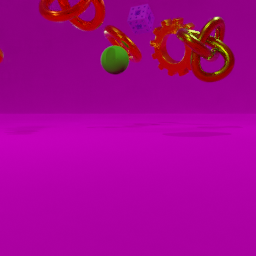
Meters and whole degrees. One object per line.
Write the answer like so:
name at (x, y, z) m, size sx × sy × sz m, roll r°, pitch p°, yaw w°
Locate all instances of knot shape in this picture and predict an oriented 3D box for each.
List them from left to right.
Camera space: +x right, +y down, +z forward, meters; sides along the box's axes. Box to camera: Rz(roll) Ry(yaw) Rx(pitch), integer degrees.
knot shape at (-1.415, -3.510, 7.834) m, size 1.758 × 1.879 × 0.868 m, roll 39°, pitch 4°, yaw -11°
knot shape at (2.235, -2.433, 8.285) m, size 1.831 × 1.957 × 0.904 m, roll 16°, pitch -18°, yaw -23°

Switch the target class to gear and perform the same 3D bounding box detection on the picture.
gear at (1.766, -2.995, 10.465) m, size 2.092 × 2.092 × 0.387 m, roll 3°, pitch 26°, yaw 47°

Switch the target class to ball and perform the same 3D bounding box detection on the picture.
ball at (-0.428, -2.229, 9.228) m, size 0.927 × 0.927 × 0.927 m, roll 0°, pitch 3°, yaw 0°

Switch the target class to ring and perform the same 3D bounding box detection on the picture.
ring at (-0.184, -3.091, 10.372) m, size 1.781 × 0.356 × 1.781 m, roll 42°, pitch 0°, yaw 0°

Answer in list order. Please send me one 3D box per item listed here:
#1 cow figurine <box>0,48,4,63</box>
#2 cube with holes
cow figurine at (-3.115, -1.697, 6.052) m, size 1.155 × 0.644 × 1.174 m, roll 21°, pitch -4°, yaw 30°
cube with holes at (0.550, -4.552, 11.768) m, size 0.790 × 0.790 × 0.790 m, roll 1°, pitch -25°, yaw 28°
